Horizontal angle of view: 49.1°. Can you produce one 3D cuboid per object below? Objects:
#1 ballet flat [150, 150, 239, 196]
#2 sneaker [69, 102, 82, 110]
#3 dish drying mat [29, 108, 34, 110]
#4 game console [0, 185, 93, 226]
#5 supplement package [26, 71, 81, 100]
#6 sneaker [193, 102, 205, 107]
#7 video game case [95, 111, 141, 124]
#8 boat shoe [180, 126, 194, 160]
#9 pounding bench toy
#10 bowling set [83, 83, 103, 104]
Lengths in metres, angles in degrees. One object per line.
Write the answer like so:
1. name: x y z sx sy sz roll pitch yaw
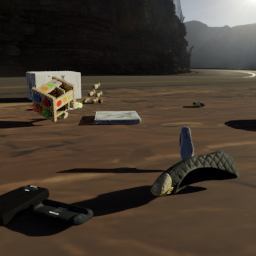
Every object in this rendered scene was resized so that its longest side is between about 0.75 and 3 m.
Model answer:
1. ballet flat: 1.162 0.774 4.619 1.817 0.604 0.516 -12 52 -30
2. sneaker: -2.594 -1.148 13.647 0.398 0.403 1.055 5 14 26
3. dish drying mat: -4.342 -0.963 13.571 0.365 0.086 0.950 6 15 26
4. game console: -1.301 1.187 4.082 1.593 0.192 0.939 5 14 25
5. supplement package: -4.492 -2.577 17.024 2.833 1.656 1.662 -10 17 -36
6. sneaker: 3.660 -1.229 14.269 0.317 0.279 0.750 -9 16 -34
7. video game case: -0.440 -0.431 10.981 1.685 0.203 1.848 -1 13 -5
8. boat shoe: 1.247 0.364 5.985 0.284 0.789 0.280 2 -16 5
9. pounding bench toy: -2.765 -0.808 10.390 1.033 1.663 1.297 26 43 19
10. bowling set: -1.778 -1.708 15.556 0.959 1.379 0.740 43 26 -2
